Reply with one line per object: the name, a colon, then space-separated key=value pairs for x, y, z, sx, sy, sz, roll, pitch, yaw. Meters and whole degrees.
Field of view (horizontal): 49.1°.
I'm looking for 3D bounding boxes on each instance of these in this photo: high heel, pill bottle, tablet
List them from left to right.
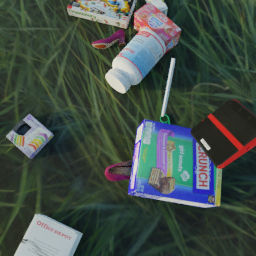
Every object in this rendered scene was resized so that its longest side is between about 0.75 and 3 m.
high heel: x=-0.819 y=-3.689 z=11.557 sx=1.435 sy=0.484 sz=0.690 roll=-8 pitch=80 yaw=-18
pill bottle: x=0.261 y=-2.521 z=10.711 sx=1.305 sy=1.305 sz=2.399 roll=36 pitch=74 yaw=12
high heel: x=0.301 y=1.363 z=9.491 sx=2.165 sy=1.041 sz=0.730 roll=-19 pitch=72 yaw=-6
tablet: x=1.296 y=-1.327 z=9.007 sx=0.123 sy=1.171 sz=1.799 roll=10 pitch=105 yaw=6

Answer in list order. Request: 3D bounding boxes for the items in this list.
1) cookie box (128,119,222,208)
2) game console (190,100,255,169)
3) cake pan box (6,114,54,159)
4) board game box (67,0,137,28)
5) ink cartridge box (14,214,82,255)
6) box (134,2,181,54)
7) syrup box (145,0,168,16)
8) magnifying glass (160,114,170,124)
cookie box: x=1.608 y=1.206 z=9.252 sx=2.794 sy=1.050 sz=2.390 roll=11 pitch=72 yaw=-9
game console: x=2.839 y=0.100 z=8.027 sx=1.729 sy=0.303 sz=1.955 roll=-41 pitch=30 yaw=12
cake pan box: x=-3.585 y=0.281 z=10.255 sx=1.294 sy=0.339 sz=1.192 roll=40 pitch=73 yaw=13
board game box: x=-1.085 y=-5.387 z=12.161 sx=2.648 sy=0.458 sz=1.671 roll=15 pitch=71 yaw=5
ink cartridge box: x=-2.578 y=3.967 z=8.657 sx=1.535 sy=0.885 sz=2.115 roll=22 pitch=72 yaw=8
box: x=1.162 y=-4.065 z=11.449 sx=0.898 sy=0.938 sz=1.881 roll=-39 pitch=76 yaw=-13
syrup box: x=1.199 y=-5.399 z=12.134 sx=0.545 sy=0.527 sz=1.339 roll=-21 pitch=72 yaw=-7
magnifying glass: x=1.513 y=-0.161 z=10.543 sx=0.333 sy=0.094 sz=0.836 roll=-31 pitch=72 yaw=-11
